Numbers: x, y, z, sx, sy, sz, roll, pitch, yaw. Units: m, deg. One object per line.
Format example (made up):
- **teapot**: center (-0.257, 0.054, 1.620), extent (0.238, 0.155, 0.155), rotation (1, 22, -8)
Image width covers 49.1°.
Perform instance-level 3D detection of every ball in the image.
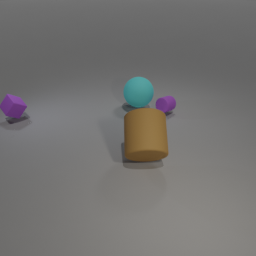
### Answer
- **ball**: center (0.487, -1.648, 12.916), extent (1.400, 1.400, 1.400), rotation (0, 28, 0)

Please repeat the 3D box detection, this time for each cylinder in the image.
- **cylinder**: center (1.734, -1.090, 12.830), extent (0.700, 0.700, 0.700), rotation (22, 26, 34)
- **cylinder**: center (0.576, 0.256, 9.163), extent (1.400, 1.400, 1.400), rotation (-1, 69, -2)

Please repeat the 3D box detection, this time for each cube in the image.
- **cube**: center (-4.937, -0.927, 12.053), extent (0.700, 0.700, 0.700), rotation (44, 14, 28)
